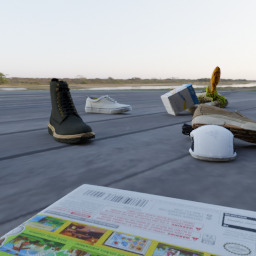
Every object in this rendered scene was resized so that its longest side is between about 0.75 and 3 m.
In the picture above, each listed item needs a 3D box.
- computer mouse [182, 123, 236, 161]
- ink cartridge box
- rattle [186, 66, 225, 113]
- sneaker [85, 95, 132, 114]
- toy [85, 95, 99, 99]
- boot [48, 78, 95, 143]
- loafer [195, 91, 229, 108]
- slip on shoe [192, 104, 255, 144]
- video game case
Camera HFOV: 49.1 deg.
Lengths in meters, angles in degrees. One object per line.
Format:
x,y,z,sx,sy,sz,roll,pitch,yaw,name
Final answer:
1.729,0.141,5.722,1.286,0.514,2.345,3,10,12,computer mouse
2.140,-1.186,11.633,1.178,0.852,0.867,-28,13,-7,ink cartridge box
2.859,-1.662,12.439,1.748,1.918,2.686,-42,33,-14,rattle
-0.895,-1.024,12.115,2.161,0.765,0.789,3,10,17,sneaker
-1.422,-1.163,13.584,1.231,0.505,2.139,7,1,-5,toy
-1.471,-0.474,6.666,0.800,1.428,2.065,-7,12,-37,boot
4.337,-1.523,14.817,2.628,0.886,0.999,-6,11,-33,loafer
2.333,-0.107,5.983,1.853,0.561,0.704,10,-24,21,slip on shoe
0.146,0.927,1.752,2.177,0.249,1.981,5,10,21,video game case
